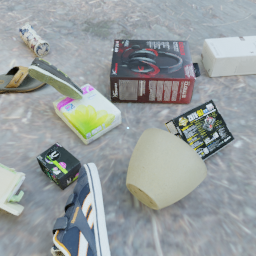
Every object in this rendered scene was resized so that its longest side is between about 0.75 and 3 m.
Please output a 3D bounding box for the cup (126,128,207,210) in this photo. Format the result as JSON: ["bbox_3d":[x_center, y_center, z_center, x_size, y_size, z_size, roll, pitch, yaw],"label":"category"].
[{"bbox_3d":[0.687,1.062,6.338,1.768,1.768,1.265,30,64,24],"label":"cup"}]

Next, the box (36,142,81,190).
[{"bbox_3d":[-1.720,0.961,7.099,0.936,0.582,0.695,34,57,27],"label":"box"}]

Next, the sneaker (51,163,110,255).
[{"bbox_3d":[-1.026,1.995,5.823,1.124,1.110,2.831,-4,50,-11],"label":"sneaker"}]

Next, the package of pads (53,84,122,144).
[{"bbox_3d":[-1.185,-0.468,8.356,1.355,0.598,1.755,-33,57,-24],"label":"package of pads"}]

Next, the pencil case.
[{"bbox_3d":[-3.633,-3.404,10.866,0.636,0.731,1.634,-29,55,-24],"label":"pencil case"}]

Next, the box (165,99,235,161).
[{"bbox_3d":[1.938,0.101,7.423,1.628,0.402,1.300,-26,83,-31],"label":"box"}]

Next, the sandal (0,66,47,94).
[{"bbox_3d":[-3.774,-1.723,9.397,2.526,0.689,1.032,-6,49,-5],"label":"sandal"}]

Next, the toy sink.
[{"bbox_3d":[-2.795,1.221,6.198,1.390,0.906,0.779,30,76,-7],"label":"toy sink"}]

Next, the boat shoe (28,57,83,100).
[{"bbox_3d":[-1.925,-1.374,7.839,1.660,0.592,0.500,30,57,-27],"label":"boat shoe"}]

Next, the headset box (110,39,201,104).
[{"bbox_3d":[0.911,-1.914,9.297,2.885,1.082,2.145,2,49,2],"label":"headset box"}]

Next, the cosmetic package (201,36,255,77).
[{"bbox_3d":[4.013,-2.596,10.045,2.441,0.904,1.241,-5,48,-6],"label":"cosmetic package"}]
